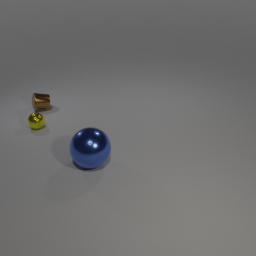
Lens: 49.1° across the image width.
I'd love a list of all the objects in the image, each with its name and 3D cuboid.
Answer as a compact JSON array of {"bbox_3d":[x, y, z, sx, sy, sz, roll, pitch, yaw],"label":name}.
[{"bbox_3d":[-1.274,0.668,9.522,1.400,1.400,1.400,0,31,0],"label":"ball"},{"bbox_3d":[-3.862,-0.307,11.781,0.700,0.700,0.700,0,31,0],"label":"ball"},{"bbox_3d":[-4.076,-1.262,13.099,0.700,0.700,0.700,2,27,-31],"label":"cylinder"}]
